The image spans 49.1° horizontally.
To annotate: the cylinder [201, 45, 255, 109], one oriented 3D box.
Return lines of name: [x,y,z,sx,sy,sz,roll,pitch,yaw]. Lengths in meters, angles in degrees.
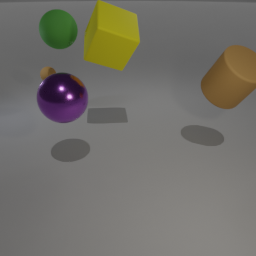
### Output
cylinder: [3.154,-1.510,8.468,1.400,1.400,1.400,9,59,-14]

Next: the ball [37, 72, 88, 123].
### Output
ball: [-1.806,-0.831,7.781,1.400,1.400,1.400,0,28,0]

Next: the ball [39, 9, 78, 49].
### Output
ball: [-2.575,-3.646,10.384,1.400,1.400,1.400,0,28,0]

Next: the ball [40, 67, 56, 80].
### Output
ball: [-3.540,-2.375,12.443,0.700,0.700,0.700,0,28,0]

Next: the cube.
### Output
cube: [-0.573,-2.990,9.194,1.400,1.400,1.400,11,54,-23]
